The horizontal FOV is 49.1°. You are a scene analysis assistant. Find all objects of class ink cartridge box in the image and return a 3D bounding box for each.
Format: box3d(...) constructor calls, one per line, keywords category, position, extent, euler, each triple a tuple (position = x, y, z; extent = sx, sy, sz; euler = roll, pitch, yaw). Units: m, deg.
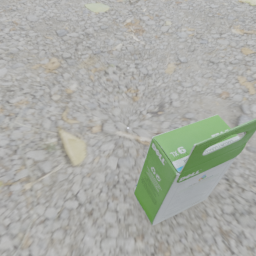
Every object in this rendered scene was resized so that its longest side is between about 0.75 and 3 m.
box3d(category="ink cartridge box", position=(0.997, 0.566, 4.623), extent=(1.312, 2.526, 0.749), euler=(-18, 55, -22))
